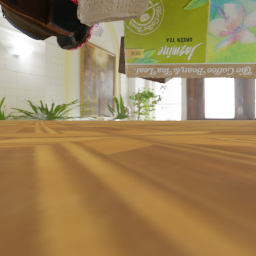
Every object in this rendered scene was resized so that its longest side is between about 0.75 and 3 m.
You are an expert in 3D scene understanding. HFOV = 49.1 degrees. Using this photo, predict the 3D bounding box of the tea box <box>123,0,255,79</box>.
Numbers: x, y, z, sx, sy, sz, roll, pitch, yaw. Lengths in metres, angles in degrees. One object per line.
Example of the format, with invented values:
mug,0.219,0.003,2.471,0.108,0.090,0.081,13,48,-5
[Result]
tea box,1.491,-2.693,6.369,2.912,2.865,1.946,2,23,14

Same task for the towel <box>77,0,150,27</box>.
towel,-0.120,-2.693,4.553,1.416,0.368,2.137,-19,-31,-23

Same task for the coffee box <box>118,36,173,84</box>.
coffee box,1.110,-2.539,9.447,1.668,1.178,2.951,19,30,21

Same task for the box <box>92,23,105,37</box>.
box,-1.852,-3.816,9.992,2.101,0.407,0.435,22,-12,13

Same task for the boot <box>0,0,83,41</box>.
boot,-2.161,-2.275,5.060,1.217,0.938,2.510,-6,-20,42

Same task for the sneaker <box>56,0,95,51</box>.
sneaker,-1.374,-3.189,7.761,2.747,1.085,1.310,-37,-6,37
